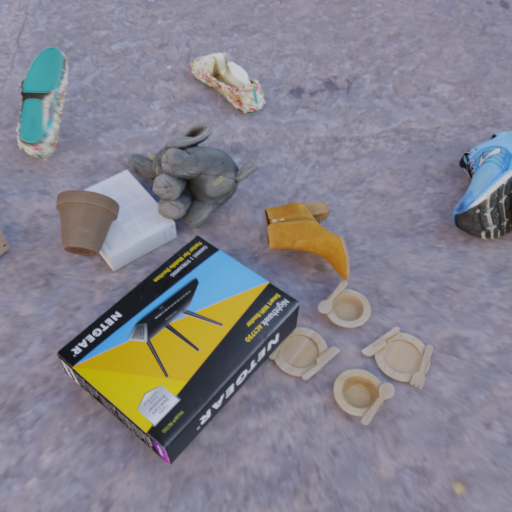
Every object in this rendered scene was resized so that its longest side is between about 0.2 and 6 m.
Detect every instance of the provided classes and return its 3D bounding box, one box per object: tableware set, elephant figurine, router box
[{"bbox_3d":[1.623,1.617,9.523,2.502,0.290,2.090,35,59,26],"label":"tableware set"},{"bbox_3d":[-1.423,-1.899,11.614,1.988,1.813,2.563,18,25,-23],"label":"elephant figurine"},{"bbox_3d":[-1.168,1.350,9.172,2.383,0.816,3.195,32,57,23],"label":"router box"}]

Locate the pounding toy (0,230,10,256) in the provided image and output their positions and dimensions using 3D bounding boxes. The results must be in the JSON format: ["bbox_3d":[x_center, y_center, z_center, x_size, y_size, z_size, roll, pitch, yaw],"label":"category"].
[{"bbox_3d":[-5.711,-0.594,10.905,1.797,0.936,2.046,25,55,19],"label":"pounding toy"}]

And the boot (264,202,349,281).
[{"bbox_3d":[0.899,-0.219,10.498,1.319,0.648,1.842,-12,59,-10],"label":"boot"}]

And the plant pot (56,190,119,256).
[{"bbox_3d":[-3.159,-0.550,10.319,1.144,1.144,0.998,4,75,3],"label":"plant pot"}]

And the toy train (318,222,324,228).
[{"bbox_3d":[0.879,-0.583,11.277,0.950,0.405,0.541,-5,42,-4],"label":"toy train"}]

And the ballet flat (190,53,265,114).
[{"bbox_3d":[-0.731,-4.613,14.225,1.047,0.885,2.768,-34,58,-23],"label":"ballet flat"}]

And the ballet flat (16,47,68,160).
[{"bbox_3d":[-4.836,-3.415,12.754,1.049,0.886,2.773,5,68,1],"label":"ballet flat"}]

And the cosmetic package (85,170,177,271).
[{"bbox_3d":[-2.746,-0.764,11.324,1.464,0.502,1.942,-29,57,-24],"label":"cosmetic package"}]

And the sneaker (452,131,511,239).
[{"bbox_3d":[4.910,-1.562,11.766,1.528,1.332,3.397,18,47,39],"label":"sneaker"}]
